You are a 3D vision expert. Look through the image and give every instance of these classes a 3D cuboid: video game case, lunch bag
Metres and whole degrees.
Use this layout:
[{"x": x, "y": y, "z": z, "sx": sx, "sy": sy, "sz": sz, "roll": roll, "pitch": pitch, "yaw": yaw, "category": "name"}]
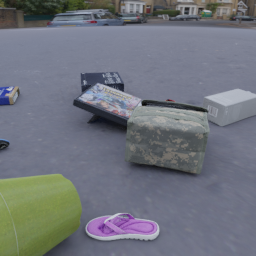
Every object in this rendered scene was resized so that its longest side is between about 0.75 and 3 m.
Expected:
[{"x": -0.580, "y": -1.025, "z": 11.842, "sx": 2.718, "sy": 0.347, "sz": 2.456, "roll": 22, "pitch": 29, "yaw": 5, "category": "video game case"}, {"x": 1.406, "y": 0.017, "z": 9.518, "sx": 2.440, "sy": 1.750, "sz": 2.976, "roll": 9, "pitch": 23, "yaw": 10, "category": "lunch bag"}]

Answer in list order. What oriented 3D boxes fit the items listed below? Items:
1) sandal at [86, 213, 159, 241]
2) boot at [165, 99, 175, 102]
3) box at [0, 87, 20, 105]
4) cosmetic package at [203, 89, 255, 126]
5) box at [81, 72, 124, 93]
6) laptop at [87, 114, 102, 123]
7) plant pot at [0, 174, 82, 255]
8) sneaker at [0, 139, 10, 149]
[{"x": -0.128, "y": 2.207, "z": 6.468, "sx": 1.689, "sy": 0.415, "sz": 0.687, "roll": 1, "pitch": 26, "yaw": 1, "category": "sandal"}, {"x": 1.673, "y": -0.952, "z": 12.611, "sx": 0.926, "sy": 0.697, "sz": 0.339, "roll": 10, "pitch": 37, "yaw": 5, "category": "boot"}, {"x": -7.244, "y": -1.606, "z": 14.337, "sx": 2.944, "sy": 0.477, "sz": 1.783, "roll": -6, "pitch": 26, "yaw": -9, "category": "box"}, {"x": 4.548, "y": -0.962, "z": 12.383, "sx": 2.369, "sy": 1.068, "sz": 1.265, "roll": -12, "pitch": 29, "yaw": -29, "category": "cosmetic package"}, {"x": -1.362, "y": -2.024, "z": 14.352, "sx": 2.045, "sy": 1.169, "sz": 2.246, "roll": -3, "pitch": 26, "yaw": -9, "category": "box"}, {"x": -0.560, "y": -0.472, "z": 12.409, "sx": 1.791, "sy": 1.038, "sz": 1.677, "roll": 31, "pitch": 29, "yaw": -1, "category": "laptop"}, {"x": -2.158, "y": 1.842, "z": 5.635, "sx": 2.266, "sy": 2.266, "sz": 2.152, "roll": 23, "pitch": 22, "yaw": 39, "category": "plant pot"}, {"x": -4.677, "y": 0.709, "z": 9.695, "sx": 1.129, "sy": 0.400, "sz": 0.468, "roll": -14, "pitch": 43, "yaw": -22, "category": "sneaker"}]
